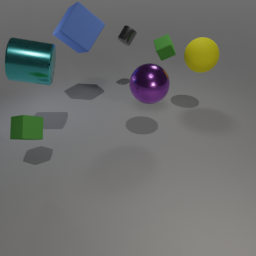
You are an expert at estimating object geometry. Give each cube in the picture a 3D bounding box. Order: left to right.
[{"bbox_3d":[-3.077,0.002,8.526,0.700,0.700,0.700,-3,-6,38],"label":"cube"},{"bbox_3d":[-2.082,-4.143,11.753,1.400,1.400,1.400,32,-4,-29],"label":"cube"},{"bbox_3d":[1.613,-3.532,12.293,0.700,0.700,0.700,-19,56,19],"label":"cube"}]

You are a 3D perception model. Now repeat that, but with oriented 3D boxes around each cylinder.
[{"bbox_3d":[-3.227,-2.212,9.410,1.400,1.400,1.400,6,29,-10],"label":"cylinder"},{"bbox_3d":[-0.042,-4.481,13.588,0.700,0.700,0.700,31,3,-2],"label":"cylinder"}]

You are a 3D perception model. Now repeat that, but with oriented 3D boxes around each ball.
[{"bbox_3d":[0.746,-1.535,9.744,1.400,1.400,1.400,0,30,0],"label":"ball"},{"bbox_3d":[3.013,-2.984,11.491,1.400,1.400,1.400,0,30,0],"label":"ball"}]
